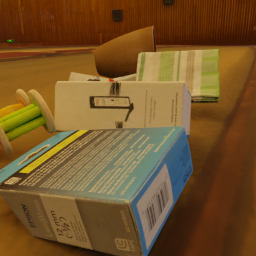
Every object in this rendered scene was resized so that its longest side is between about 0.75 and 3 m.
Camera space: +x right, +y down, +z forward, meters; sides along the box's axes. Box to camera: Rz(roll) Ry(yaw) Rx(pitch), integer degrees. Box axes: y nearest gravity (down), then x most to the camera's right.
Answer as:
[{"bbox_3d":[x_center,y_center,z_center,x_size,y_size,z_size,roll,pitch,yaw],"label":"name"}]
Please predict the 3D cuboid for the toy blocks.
[{"bbox_3d":[-2.791,0.172,5.127,2.459,0.893,2.049,-31,22,-25],"label":"toy blocks"}]

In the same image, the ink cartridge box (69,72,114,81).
[{"bbox_3d":[-0.935,-1.044,7.931,1.511,0.508,0.878,8,-18,-17],"label":"ink cartridge box"}]

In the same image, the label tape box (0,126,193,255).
[{"bbox_3d":[-0.560,0.704,3.994,2.496,0.825,1.788,-4,22,31],"label":"label tape box"}]

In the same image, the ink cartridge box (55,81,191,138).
[{"bbox_3d":[-0.009,-0.365,6.151,2.603,1.097,1.901,3,0,17],"label":"ink cartridge box"}]

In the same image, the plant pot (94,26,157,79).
[{"bbox_3d":[-0.060,-3.298,13.443,2.847,2.654,2.654,-5,19,10],"label":"plant pot"}]

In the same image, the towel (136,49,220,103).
[{"bbox_3d":[1.470,-1.635,8.585,2.555,1.906,0.392,0,-22,16],"label":"towel"}]

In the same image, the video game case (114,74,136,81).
[{"bbox_3d":[-0.254,-1.745,11.013,1.841,0.462,2.031,-10,13,17],"label":"video game case"}]
